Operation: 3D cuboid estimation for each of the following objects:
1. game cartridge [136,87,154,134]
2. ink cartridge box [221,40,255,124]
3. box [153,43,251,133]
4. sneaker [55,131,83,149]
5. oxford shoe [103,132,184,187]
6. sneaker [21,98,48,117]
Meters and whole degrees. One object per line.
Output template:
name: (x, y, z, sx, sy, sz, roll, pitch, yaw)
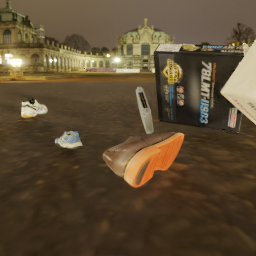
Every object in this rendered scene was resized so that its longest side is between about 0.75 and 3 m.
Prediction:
game cartridge: (0.452, -0.462, 7.613, 0.251, 0.818, 1.228, -10, 42, -3)
ink cartridge box: (3.329, -0.714, 4.898, 1.861, 1.813, 2.895, 34, 0, -25)
box: (1.891, -1.031, 7.373, 2.278, 2.296, 0.570, 10, 43, 21)
sneaker: (-1.250, 0.239, 5.917, 0.347, 0.353, 0.916, -7, 5, -43)
oxford shoe: (0.344, 0.305, 4.431, 0.679, 0.664, 1.864, 27, 20, 26)
sneaker: (-3.458, -0.816, 10.481, 0.549, 0.636, 1.452, 1, 12, 9)
